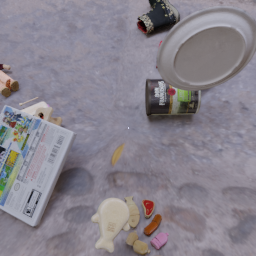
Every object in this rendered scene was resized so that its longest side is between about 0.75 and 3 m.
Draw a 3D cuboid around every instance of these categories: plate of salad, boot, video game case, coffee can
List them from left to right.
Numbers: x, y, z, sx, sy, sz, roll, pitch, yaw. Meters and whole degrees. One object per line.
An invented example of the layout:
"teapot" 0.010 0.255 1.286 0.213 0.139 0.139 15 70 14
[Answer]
"video game case" -3.287 1.055 8.584 2.673 0.323 2.933 20 84 17
"boot" 1.165 -5.673 13.771 1.877 0.897 2.485 -25 58 -13
"coffee can" 1.599 -1.156 10.310 1.843 1.349 1.349 -2 55 -2
"plate of salad" 2.248 -2.223 8.111 2.921 2.921 0.702 -5 53 -4

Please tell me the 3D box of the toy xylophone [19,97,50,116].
"toy xylophone" -3.577 -0.662 10.596 1.284 0.322 0.940 -19 57 -13

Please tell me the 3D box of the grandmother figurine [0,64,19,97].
"grandmother figurine" -5.479 -2.213 11.493 2.318 0.702 1.406 34 53 19

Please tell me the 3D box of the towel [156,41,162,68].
"towel" 2.490 -3.114 12.349 2.385 0.268 1.725 9 57 6

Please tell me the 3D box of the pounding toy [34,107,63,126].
"pounding toy" -2.968 0.446 9.682 1.295 1.299 2.264 -17 41 22

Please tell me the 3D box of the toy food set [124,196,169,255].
"toy food set" 0.528 2.927 8.134 1.262 0.313 1.985 -1 47 -1

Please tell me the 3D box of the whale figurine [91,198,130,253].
"whale figurine" -0.378 1.994 5.831 0.838 0.546 1.053 17 71 -10
